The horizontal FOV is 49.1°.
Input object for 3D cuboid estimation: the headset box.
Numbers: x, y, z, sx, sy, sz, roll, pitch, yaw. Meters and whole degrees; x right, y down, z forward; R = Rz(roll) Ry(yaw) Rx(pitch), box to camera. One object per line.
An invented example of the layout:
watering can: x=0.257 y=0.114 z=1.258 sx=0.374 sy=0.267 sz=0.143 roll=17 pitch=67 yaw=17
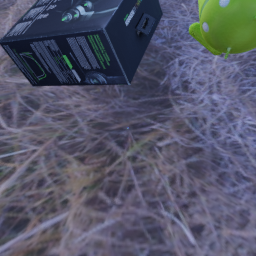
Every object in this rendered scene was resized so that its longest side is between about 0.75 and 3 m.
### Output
headset box: x=-0.569 y=-1.534 z=4.233 sx=1.960 sy=0.909 sz=1.706 roll=3 pitch=53 yaw=28

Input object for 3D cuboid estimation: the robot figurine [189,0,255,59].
robot figurine: x=1.871 y=-2.192 z=4.878 sx=1.247 sy=1.891 sz=2.155 roll=16 pitch=54 yaw=-10
